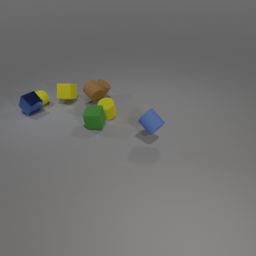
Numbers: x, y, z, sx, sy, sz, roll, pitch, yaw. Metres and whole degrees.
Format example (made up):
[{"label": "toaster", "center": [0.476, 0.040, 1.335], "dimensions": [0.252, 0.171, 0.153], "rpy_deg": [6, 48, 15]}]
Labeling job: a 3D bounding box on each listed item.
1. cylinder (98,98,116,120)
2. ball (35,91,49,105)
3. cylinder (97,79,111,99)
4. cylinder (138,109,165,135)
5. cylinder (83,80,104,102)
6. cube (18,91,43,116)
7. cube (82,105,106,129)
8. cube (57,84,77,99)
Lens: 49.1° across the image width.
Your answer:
[{"label": "cylinder", "center": [-0.901, -0.827, 12.090], "dimensions": [0.700, 0.700, 0.700], "rpy_deg": [-5, 52, 6]}, {"label": "ball", "center": [-4.095, -1.407, 13.145], "dimensions": [0.700, 0.700, 0.700], "rpy_deg": [0, 31, 0]}, {"label": "cylinder", "center": [-1.294, -1.891, 13.521], "dimensions": [0.700, 0.700, 0.700], "rpy_deg": [31, 24, -15]}, {"label": "cylinder", "center": [0.846, -0.225, 10.108], "dimensions": [0.700, 0.700, 0.700], "rpy_deg": [49, 47, 8]}, {"label": "cylinder", "center": [-1.551, -1.666, 12.558], "dimensions": [0.700, 0.700, 0.700], "rpy_deg": [-26, 61, -36]}, {"label": "cube", "center": [-4.331, -1.090, 12.486], "dimensions": [0.700, 0.700, 0.700], "rpy_deg": [47, 46, 8]}, {"label": "cube", "center": [-1.357, -0.440, 11.420], "dimensions": [0.700, 0.700, 0.700], "rpy_deg": [-2, 41, 13]}, {"label": "cube", "center": [-2.909, -1.749, 13.369], "dimensions": [0.700, 0.700, 0.700], "rpy_deg": [3, 8, 15]}]
